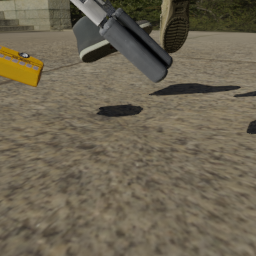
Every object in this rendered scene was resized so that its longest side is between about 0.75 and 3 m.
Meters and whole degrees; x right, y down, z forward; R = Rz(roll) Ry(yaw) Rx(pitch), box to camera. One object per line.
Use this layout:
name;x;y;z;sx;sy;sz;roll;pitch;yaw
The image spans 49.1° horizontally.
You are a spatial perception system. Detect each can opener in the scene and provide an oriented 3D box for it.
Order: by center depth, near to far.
can opener;-0.093;-2.204;5.717;0.985;2.945;0.785;-29;27;51

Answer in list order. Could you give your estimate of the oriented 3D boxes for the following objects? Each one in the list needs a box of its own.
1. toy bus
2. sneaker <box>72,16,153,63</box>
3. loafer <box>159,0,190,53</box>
toy bus;-3.494;-1.879;8.119;1.951;0.635;0.764;18;39;-14
sneaker;-0.628;-3.655;10.289;2.876;1.528;1.076;-21;-13;1
loafer;1.523;-3.663;9.141;0.917;2.411;0.813;0;35;-11
